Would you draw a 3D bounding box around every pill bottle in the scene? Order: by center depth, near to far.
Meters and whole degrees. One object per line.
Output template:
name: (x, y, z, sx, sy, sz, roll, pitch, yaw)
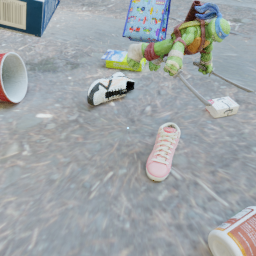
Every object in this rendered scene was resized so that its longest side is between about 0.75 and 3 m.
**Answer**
pill bottle: (2.417, 2.106, 5.570, 1.509, 0.847, 0.847, -21, 43, -24)

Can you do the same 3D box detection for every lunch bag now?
lunch bag: (0.531, -3.007, 7.420, 1.039, 1.380, 0.649, 14, 11, 20)

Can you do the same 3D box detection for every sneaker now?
sneaker: (0.958, 0.526, 7.550, 0.671, 0.932, 1.782, 15, 41, 15)
sneaker: (-0.580, -1.403, 10.142, 0.869, 0.801, 2.173, 27, 46, 28)

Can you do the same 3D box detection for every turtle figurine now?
turtle figurine: (1.131, -1.304, 5.980, 2.184, 2.252, 1.621, 5, 41, 48)

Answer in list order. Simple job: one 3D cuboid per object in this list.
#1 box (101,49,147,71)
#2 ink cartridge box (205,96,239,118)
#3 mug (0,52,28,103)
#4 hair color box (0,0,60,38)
box: (-0.161, -3.031, 12.504, 1.841, 0.439, 1.123, 10, 39, 12)
ink cartridge box: (3.217, -0.716, 9.586, 0.888, 0.377, 0.647, -10, 39, -15)
mug: (-5.171, -1.682, 10.197, 2.619, 2.324, 1.747, 1, 74, 7)
hair color box: (-2.350, -3.068, 6.445, 1.319, 0.798, 2.639, 11, 39, -11)
